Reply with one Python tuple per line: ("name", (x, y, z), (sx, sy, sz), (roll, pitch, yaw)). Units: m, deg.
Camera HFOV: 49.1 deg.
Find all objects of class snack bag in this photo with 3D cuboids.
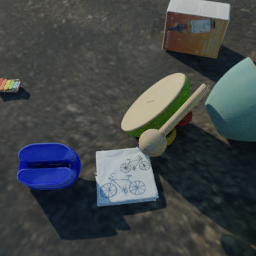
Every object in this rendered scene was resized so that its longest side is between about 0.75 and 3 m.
("snack bag", (-0.099, 1.150, 6.996), (1.460, 0.166, 1.548), (-6, 52, -5))

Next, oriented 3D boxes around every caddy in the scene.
("caddy", (-1.926, 0.928, 6.787), (1.532, 0.804, 1.083), (-1, 74, -2))

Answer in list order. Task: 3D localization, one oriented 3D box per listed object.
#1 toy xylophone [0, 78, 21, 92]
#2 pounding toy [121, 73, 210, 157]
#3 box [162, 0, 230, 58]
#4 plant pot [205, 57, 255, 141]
("toy xylophone", (-3.843, -1.395, 8.977), (0.861, 0.216, 0.631), (-4, 51, -3))
("pounding toy", (1.081, -0.205, 7.260), (2.146, 1.290, 2.780), (-43, 19, 5))
("box", (2.341, -3.508, 9.808), (2.004, 1.526, 1.065), (12, 53, 9))
("plant pot", (2.926, -0.512, 7.337), (1.461, 2.170, 2.170), (-27, 48, 22))
